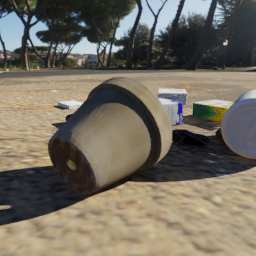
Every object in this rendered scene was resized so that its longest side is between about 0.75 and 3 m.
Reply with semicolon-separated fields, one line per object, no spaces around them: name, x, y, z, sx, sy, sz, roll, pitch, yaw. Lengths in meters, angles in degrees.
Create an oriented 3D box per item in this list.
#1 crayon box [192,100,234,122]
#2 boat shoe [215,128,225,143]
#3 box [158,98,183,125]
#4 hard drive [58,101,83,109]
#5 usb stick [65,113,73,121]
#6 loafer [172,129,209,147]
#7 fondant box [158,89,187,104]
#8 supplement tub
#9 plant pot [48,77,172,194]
crayon box;3.599;-0.591;10.168;1.350;0.554;2.148;-10;16;-32
boat shoe;2.635;0.106;7.757;0.417;0.416;1.126;-1;13;21
box;0.897;-0.552;9.584;1.457;0.765;1.340;-8;15;-25
hard drive;-2.579;-1.072;12.847;0.849;0.172;1.287;-10;17;-35
usb stick;-1.553;-0.197;9.106;0.490;0.288;1.766;-20;22;-27
loafer;1.516;0.273;7.179;1.079;0.388;0.340;10;21;24
fondant box;2.223;-1.626;14.235;1.394;0.563;1.933;2;15;7
supplement tub;3.157;-0.190;6.888;1.401;1.401;2.123;7;16;27
plant pot;-0.440;0.242;4.958;1.873;1.873;1.625;12;35;39
